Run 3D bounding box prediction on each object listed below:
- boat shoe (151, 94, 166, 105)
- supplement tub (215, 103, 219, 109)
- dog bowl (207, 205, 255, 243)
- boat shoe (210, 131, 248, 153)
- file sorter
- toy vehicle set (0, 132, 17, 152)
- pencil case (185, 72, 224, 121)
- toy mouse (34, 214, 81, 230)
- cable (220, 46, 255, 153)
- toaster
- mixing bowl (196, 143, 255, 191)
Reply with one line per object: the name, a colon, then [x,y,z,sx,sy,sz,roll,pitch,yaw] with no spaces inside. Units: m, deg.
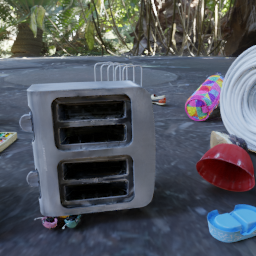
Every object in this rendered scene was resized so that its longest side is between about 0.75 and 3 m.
boat shoe: [1.310,-1.429,13.509,0.468,0.412,1.316,-20,25,-35]
supplement tub: [3.821,-1.157,12.688,0.550,0.550,0.757,7,20,20]
dog bowl: [1.829,1.607,4.711,1.052,0.261,0.586,-7,19,-19]
boat shoe: [2.673,0.562,7.086,0.724,0.804,2.234,-4,12,3]
file sorter: [-0.582,-3.044,16.814,2.562,1.595,1.778,17,25,40]
toy vehicle set: [-4.059,0.454,8.334,0.928,0.198,1.494,1,18,2]
pencil case: [3.265,-1.286,11.374,1.124,1.124,2.544,13,39,34]
toy mouse: [-1.128,1.591,4.780,0.884,0.171,0.785,-6,11,-20]
cable: [3.868,-0.716,7.431,1.031,2.977,2.976,-4,14,-31]
toaster: [-0.604,0.293,5.294,2.501,2.261,1.484,-3,13,-8]
mixing bowl: [2.050,0.721,5.739,1.157,1.157,0.627,11,56,31]
